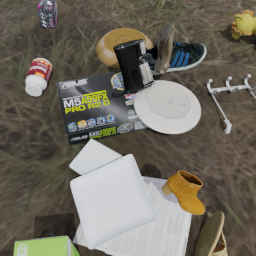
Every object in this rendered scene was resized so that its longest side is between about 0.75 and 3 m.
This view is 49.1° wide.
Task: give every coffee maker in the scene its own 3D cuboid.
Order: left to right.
[{"bbox_3d":[0.052,-2.001,9.167,1.459,1.519,1.023,-31,25,-29],"label":"coffee maker"}]

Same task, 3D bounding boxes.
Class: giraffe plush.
[{"bbox_3d":[5.297,-4.312,11.756,1.739,1.850,2.144,13,40,23],"label":"giraffe plush"}]

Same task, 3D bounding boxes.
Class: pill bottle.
[{"bbox_3d":[-3.374,-1.902,10.546,0.779,0.779,1.379,3,56,2],"label":"pill bottle"}]

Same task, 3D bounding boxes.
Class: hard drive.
[{"bbox_3d":[-0.797,1.141,8.499,1.724,0.230,1.137,26,66,28],"label":"hard drive"}]

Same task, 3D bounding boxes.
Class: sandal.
[{"bbox_3d":[2.108,3.331,6.989,0.776,0.865,2.359,34,66,-2],"label":"sandal"}]

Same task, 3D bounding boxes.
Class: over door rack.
[{"bbox_3d":[3.969,-0.997,9.930,1.685,0.760,2.281,-7,55,-4],"label":"over door rack"}]

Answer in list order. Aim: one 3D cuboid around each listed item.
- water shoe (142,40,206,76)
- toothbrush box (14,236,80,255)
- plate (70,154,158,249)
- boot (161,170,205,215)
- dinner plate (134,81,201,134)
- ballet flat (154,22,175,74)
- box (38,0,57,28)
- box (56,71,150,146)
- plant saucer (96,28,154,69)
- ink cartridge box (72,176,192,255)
[{"bbox_3d":[1.847,-2.915,10.990,2.972,1.173,1.063,-21,59,-13],"label":"water shoe"},{"bbox_3d":[-1.648,3.860,5.774,1.141,1.929,2.650,-4,54,-3],"label":"toothbrush box"},{"bbox_3d":[-0.411,1.943,7.557,1.967,0.319,1.971,-24,60,1],"label":"plate"},{"bbox_3d":[1.321,1.358,5.813,1.147,0.821,0.403,32,48,-6],"label":"boot"},{"bbox_3d":[1.353,-0.817,9.420,2.310,0.280,2.310,4,56,-6],"label":"dinner plate"},{"bbox_3d":[1.419,-2.931,10.365,0.485,0.705,2.091,21,71,-32],"label":"ballet flat"},{"bbox_3d":[-3.673,-5.351,12.927,0.741,0.854,1.292,-2,54,-7],"label":"box"},{"bbox_3d":[-0.845,-0.823,9.831,2.983,0.660,2.390,-12,57,-8],"label":"box"},{"bbox_3d":[-0.126,-3.530,11.888,2.497,0.442,2.497,0,55,0],"label":"plant saucer"},{"bbox_3d":[0.225,2.461,7.718,2.880,0.721,2.318,3,53,25],"label":"ink cartridge box"}]
